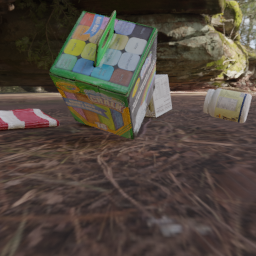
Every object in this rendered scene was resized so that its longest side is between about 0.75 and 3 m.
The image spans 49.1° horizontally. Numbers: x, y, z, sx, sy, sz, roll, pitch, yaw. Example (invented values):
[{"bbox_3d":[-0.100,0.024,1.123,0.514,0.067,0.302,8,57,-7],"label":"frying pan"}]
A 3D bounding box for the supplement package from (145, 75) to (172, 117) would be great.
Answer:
[{"bbox_3d":[0.947,-1.308,11.260,1.090,1.436,1.082,9,28,44],"label":"supplement package"}]

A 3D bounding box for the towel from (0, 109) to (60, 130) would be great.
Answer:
[{"bbox_3d":[-3.931,-0.296,8.764,2.996,0.341,2.158,-4,14,-32],"label":"towel"}]

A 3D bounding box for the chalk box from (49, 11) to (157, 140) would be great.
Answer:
[{"bbox_3d":[-0.419,-1.179,5.897,1.657,1.665,2.676,18,-23,13],"label":"chalk box"}]

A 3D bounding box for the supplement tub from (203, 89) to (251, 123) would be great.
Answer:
[{"bbox_3d":[2.667,-0.621,7.546,1.091,0.791,0.791,15,15,24],"label":"supplement tub"}]
